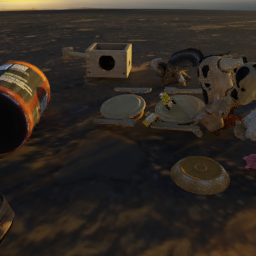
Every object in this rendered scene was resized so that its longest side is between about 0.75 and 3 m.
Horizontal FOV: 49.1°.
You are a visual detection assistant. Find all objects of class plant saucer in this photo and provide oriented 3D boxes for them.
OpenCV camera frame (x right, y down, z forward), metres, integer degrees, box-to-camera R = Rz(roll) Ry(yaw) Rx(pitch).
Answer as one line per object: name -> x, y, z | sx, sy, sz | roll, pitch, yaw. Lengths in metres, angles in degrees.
plant saucer -> 1.354, 0.817, 5.264 | 1.100, 0.195, 1.100 | 0, 27, 0

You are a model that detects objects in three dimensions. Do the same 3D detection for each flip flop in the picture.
flip flop -> -1.603, 1.246, 3.325 | 0.518, 0.730, 1.801 | -2, 58, -31

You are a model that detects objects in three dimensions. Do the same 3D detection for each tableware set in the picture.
tableware set -> 0.603, -0.383, 7.281 | 2.713, 0.544, 1.793 | 4, 39, 20

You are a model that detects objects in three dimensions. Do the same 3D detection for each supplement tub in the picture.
supplement tub -> -2.760, -0.692, 6.745 | 1.550, 1.550, 2.899 | -1, 26, -2

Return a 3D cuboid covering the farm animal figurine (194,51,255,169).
farm animal figurine -> 2.113, -0.406, 5.757 | 1.302, 2.090, 2.589 | -6, 22, -4

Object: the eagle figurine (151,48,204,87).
eagle figurine -> 1.775, -2.087, 10.036 | 1.310, 1.303, 1.727 | 12, 39, 43

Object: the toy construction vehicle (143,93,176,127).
toy construction vehicle -> 0.668, -0.418, 6.554 | 0.363, 0.897, 1.030 | 48, 10, 9

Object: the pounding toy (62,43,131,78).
pounding toy -> -1.212, -2.467, 10.625 | 2.490, 1.139, 2.188 | 3, 27, 5
